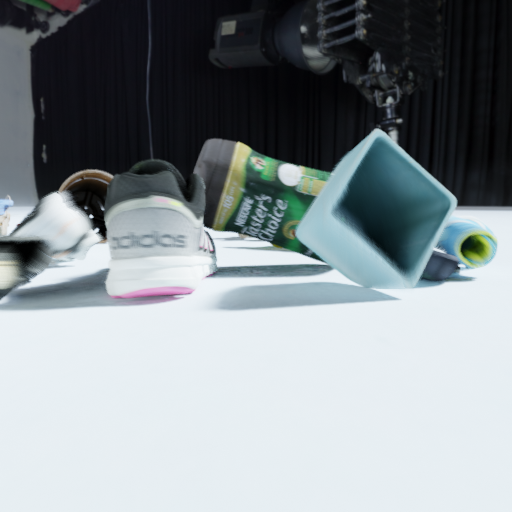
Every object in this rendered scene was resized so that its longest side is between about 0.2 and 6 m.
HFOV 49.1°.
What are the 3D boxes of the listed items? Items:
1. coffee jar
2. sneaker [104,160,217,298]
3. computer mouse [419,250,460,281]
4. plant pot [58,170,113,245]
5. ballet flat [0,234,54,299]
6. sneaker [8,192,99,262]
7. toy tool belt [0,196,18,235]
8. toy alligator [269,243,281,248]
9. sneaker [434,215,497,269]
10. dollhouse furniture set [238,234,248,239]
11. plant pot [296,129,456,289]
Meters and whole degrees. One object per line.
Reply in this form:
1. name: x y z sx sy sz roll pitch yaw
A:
1. coffee jar: 0.225 -0.645 6.776 2.070 1.079 0.883 16 46 -5
2. sneaker: -0.947 -0.366 5.864 1.040 1.233 2.820 0 6 -1
3. computer mouse: 1.844 0.083 6.034 0.843 0.321 1.217 18 6 11
4. plant pot: -3.192 -0.847 10.716 1.347 1.347 1.333 -3 -2 -25
5. ballet flat: -2.271 -0.016 5.073 0.545 0.637 1.917 -34 10 -7
6. sneaker: -2.813 -0.263 7.705 0.889 0.819 2.222 42 -16 -23
7. toy tool belt: -4.736 -0.722 9.760 1.806 1.110 1.128 -6 8 -43
8. toy alligator: 1.056 -0.502 9.286 2.564 0.760 0.696 -6 -41 29
9. sneaker: 2.485 -0.120 6.376 1.351 0.537 0.882 5 21 -34
10. dollhouse furniture set: 0.715 -0.711 11.825 1.773 1.154 1.629 -21 -6 31
11. plant pot: 0.994 -0.332 5.323 1.054 1.051 1.074 39 -22 -12
